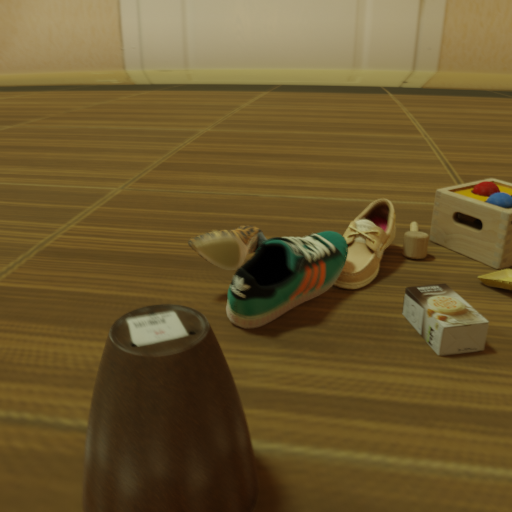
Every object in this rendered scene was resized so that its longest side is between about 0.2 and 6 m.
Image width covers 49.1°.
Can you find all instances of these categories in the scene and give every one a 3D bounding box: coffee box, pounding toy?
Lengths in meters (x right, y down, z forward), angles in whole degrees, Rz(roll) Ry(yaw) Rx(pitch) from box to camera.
[{"bbox_3d":[2.574,0.853,7.753,0.663,0.462,1.159,-4,24,-10],"label":"coffee box"},{"bbox_3d":[3.878,-0.744,10.522,2.657,1.215,2.334,-13,27,-28],"label":"pounding toy"}]

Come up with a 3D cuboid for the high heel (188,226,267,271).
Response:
[{"bbox_3d":[-0.512,-0.251,9.185,1.691,0.604,1.206,7,20,-33],"label":"high heel"}]

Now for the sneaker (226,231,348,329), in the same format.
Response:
[{"bbox_3d":[0.593,0.119,8.316,0.878,0.984,2.461,37,49,26],"label":"sneaker"}]

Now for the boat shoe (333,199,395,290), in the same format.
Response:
[{"bbox_3d":[1.861,-0.286,9.754,0.857,0.804,2.324,13,36,22],"label":"boat shoe"}]

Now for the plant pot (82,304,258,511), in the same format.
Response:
[{"bbox_3d":[-0.799,1.372,4.929,1.627,1.741,1.627,-1,23,0],"label":"plant pot"}]

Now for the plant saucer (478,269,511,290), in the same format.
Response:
[{"bbox_3d":[4.090,0.389,9.053,0.696,0.169,0.696,-11,10,-24],"label":"plant saucer"}]
